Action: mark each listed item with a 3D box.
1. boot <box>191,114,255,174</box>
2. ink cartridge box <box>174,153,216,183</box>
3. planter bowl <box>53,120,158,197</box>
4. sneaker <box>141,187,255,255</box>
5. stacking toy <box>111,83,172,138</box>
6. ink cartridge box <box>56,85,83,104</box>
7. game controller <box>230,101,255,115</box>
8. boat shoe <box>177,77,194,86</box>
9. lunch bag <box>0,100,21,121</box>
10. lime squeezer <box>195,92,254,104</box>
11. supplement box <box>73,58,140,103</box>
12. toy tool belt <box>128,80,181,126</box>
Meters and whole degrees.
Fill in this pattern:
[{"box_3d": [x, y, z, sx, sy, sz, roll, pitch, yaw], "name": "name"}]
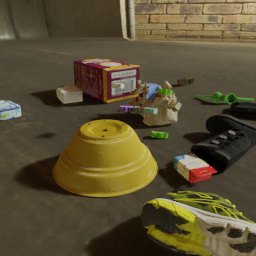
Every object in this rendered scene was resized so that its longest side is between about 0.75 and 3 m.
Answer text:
[{"box_3d": [2.453, 0.344, 7.786, 2.183, 0.717, 1.799, -26, 29, -37], "name": "boot"}, {"box_3d": [1.558, 0.973, 6.580, 0.556, 0.322, 0.956, -8, 24, -20], "name": "ink cartridge box"}, {"box_3d": [-0.549, 0.479, 6.820, 2.588, 1.078, 2.588, 1, 22, 0], "name": "planter bowl"}, {"box_3d": [1.540, 1.517, 4.349, 2.667, 0.993, 1.129, 15, 26, 33], "name": "sneaker"}, {"box_3d": [0.331, -0.556, 8.713, 1.992, 1.502, 0.468, 7, 10, 8], "name": "stacking toy"}, {"box_3d": [-2.620, -1.516, 12.465, 0.896, 0.516, 1.228, -10, 24, -23], "name": "ink cartridge box"}, {"box_3d": [5.171, -0.669, 10.621, 2.427, 0.511, 1.266, 8, 9, 17], "name": "game controller"}, {"box_3d": [3.029, -2.508, 15.125, 1.229, 0.442, 0.418, -6, 16, -39], "name": "boat shoe"}, {"box_3d": [-4.633, -0.690, 10.495, 1.203, 0.496, 0.967, 22, 28, 40], "name": "lunch bag"}, {"box_3d": [4.170, -1.245, 12.131, 2.504, 0.472, 0.884, 5, -8, 15], "name": "lime squeezer"}, {"box_3d": [-1.041, -2.326, 13.176, 1.886, 1.487, 2.881, -17, 28, -36], "name": "supplement box"}, {"box_3d": [0.896, -1.157, 10.233, 1.546, 1.521, 2.475, -9, 24, -21], "name": "toy tool belt"}]
